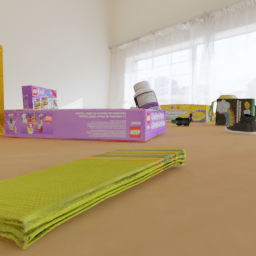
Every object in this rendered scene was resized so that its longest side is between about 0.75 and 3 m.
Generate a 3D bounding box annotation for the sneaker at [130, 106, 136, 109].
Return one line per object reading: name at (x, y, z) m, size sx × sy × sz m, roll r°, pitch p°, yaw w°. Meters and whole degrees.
sneaker at (0.533, -0.664, 13.417) m, size 0.671 × 0.663 × 1.690 m, roll -6°, pitch 16°, yaw -12°

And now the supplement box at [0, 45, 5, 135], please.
supplement box at (-4.229, -0.724, 4.770) m, size 2.868 × 1.904 × 2.829 m, roll 1°, pitch 4°, yaw 8°

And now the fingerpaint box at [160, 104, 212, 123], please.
fingerpaint box at (2.508, -0.674, 12.416) m, size 2.168 × 0.795 × 1.808 m, roll 2°, pitch 4°, yaw 24°

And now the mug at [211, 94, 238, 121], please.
mug at (4.663, -0.953, 13.210) m, size 1.217 × 1.248 × 1.520 m, roll 3°, pitch 5°, yaw 29°

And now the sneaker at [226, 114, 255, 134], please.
sneaker at (2.637, -0.105, 6.508) m, size 0.328 × 0.460 × 0.928 m, roll -3°, pitch 4°, yaw -21°

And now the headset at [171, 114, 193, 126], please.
headset at (1.832, -0.278, 9.289) m, size 0.910 × 0.427 × 0.562 m, roll -2°, pitch 5°, yaw -38°

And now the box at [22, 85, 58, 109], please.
box at (-2.686, -0.654, 8.756) m, size 0.340 × 1.191 × 1.741 m, roll -3°, pitch 2°, yaw 10°

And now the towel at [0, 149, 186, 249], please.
towel at (-0.256, 0.361, 2.097) m, size 0.818 × 0.172 × 1.900 m, roll -4°, pitch 2°, yaw 31°

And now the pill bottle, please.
pill bottle at (0.626, -0.853, 9.431) m, size 0.775 × 1.391 × 0.775 m, roll -16°, pitch -15°, yaw -4°

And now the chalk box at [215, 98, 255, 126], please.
chalk box at (3.786, -0.530, 9.375) m, size 1.501 × 0.937 × 0.930 m, roll 3°, pitch 6°, yaw 27°

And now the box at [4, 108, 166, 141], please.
box at (-0.766, -0.133, 5.960) m, size 2.893 × 0.566 × 1.980 m, roll 1°, pitch 4°, yaw 17°
